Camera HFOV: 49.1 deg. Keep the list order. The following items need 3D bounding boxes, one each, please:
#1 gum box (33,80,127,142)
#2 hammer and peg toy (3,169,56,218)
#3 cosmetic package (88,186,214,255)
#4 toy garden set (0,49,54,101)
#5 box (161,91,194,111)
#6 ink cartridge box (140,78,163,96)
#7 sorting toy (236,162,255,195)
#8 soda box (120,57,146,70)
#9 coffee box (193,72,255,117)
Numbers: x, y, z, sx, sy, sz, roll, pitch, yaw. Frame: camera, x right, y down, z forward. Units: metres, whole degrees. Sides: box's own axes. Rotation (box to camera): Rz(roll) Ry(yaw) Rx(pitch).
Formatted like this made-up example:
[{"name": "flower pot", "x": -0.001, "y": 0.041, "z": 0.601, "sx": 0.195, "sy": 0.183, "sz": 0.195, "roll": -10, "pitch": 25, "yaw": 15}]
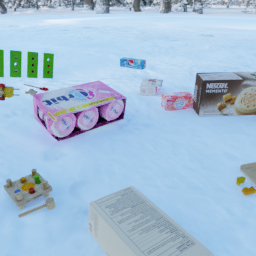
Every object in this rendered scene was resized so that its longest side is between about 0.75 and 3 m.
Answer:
[{"name": "gum box", "x": -1.609, "y": -0.645, "z": 9.165, "sx": 2.740, "sy": 0.906, "sz": 1.555, "roll": -21, "pitch": 42, "yaw": -36}, {"name": "hammer and peg toy", "x": -2.158, "y": 1.416, "z": 6.186, "sx": 0.874, "sy": 0.419, "sz": 1.188, "roll": -21, "pitch": 34, "yaw": -35}, {"name": "cosmetic package", "x": 0.265, "y": 1.883, "z": 4.647, "sx": 1.051, "sy": 0.710, "sz": 1.998, "roll": -13, "pitch": 30, "yaw": -33}, {"name": "toy garden set", "x": -3.845, "y": -1.920, "z": 10.255, "sx": 2.127, "sy": 1.773, "sz": 0.424, "roll": -5, "pitch": 21, "yaw": -35}, {"name": "box", "x": 1.903, "y": -1.048, "z": 10.818, "sx": 1.134, "sy": 0.537, "sz": 0.582, "roll": -6, "pitch": 28, "yaw": -13}, {"name": "ink cartridge box", "x": 1.054, "y": -1.824, "z": 12.423, "sx": 0.940, "sy": 0.449, "sz": 1.070, "roll": 5, "pitch": 28, "yaw": 9}, {"name": "sorting toy", "x": 3.238, "y": 1.256, "z": 6.791, "sx": 1.466, "sy": 0.196, "sz": 1.092, "roll": -8, "pitch": 33, "yaw": -14}, {"name": "soda box", "x": 0.278, "y": -3.719, "z": 16.075, "sx": 1.466, "sy": 0.470, "sz": 0.497, "roll": 13, "pitch": 30, "yaw": 25}, {"name": "coffee box", "x": 3.770, "y": -1.263, "z": 10.246, "sx": 2.515, "sy": 1.438, "sz": 1.003, "roll": -1, "pitch": 27, "yaw": -1}]
